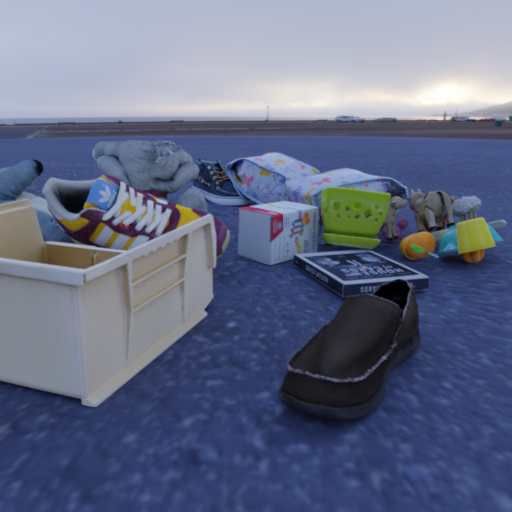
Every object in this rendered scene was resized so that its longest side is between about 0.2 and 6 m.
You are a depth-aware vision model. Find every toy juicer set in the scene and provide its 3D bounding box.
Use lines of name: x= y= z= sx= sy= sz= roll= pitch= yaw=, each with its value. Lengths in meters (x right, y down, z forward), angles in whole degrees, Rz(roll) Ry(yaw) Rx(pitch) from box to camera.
toy juicer set: x=3.859 y=-0.177 z=11.046 sx=1.864 sy=0.797 sz=2.930 roll=-14 pitch=-3 yaw=30

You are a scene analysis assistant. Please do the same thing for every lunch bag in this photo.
lunch bag: x=0.436 y=-2.288 z=16.699 sx=2.200 sy=1.399 sz=1.866 roll=31 pitch=30 yaw=26
lunch bag: x=2.122 y=-1.242 z=13.148 sx=2.383 sy=1.515 sz=2.021 roll=-16 pitch=19 yaw=-12

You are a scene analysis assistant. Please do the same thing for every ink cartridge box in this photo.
ink cartridge box: x=0.460 y=-0.500 z=11.350 sx=1.384 sy=1.006 sz=1.001 roll=-15 pitch=21 yaw=-42

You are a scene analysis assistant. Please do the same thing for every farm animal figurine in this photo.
farm animal figurine: x=3.410 y=-0.949 z=11.845 sx=1.939 sy=1.011 sz=1.918 roll=-11 pitch=-3 yaw=-25

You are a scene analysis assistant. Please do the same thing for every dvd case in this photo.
dvd case: x=1.776 y=0.261 z=9.932 sx=1.592 sy=0.262 sz=2.118 roll=-4 pitch=14 yaw=-18

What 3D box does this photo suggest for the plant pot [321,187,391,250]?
plant pot: x=1.916 y=-0.738 z=11.266 sx=1.227 sy=1.119 sz=1.233 roll=6 pitch=3 yaw=-1

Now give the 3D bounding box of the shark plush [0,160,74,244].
shark plush: x=-5.807 y=-0.600 z=11.079 sx=4.508 sy=2.048 sz=1.878 roll=-2 pitch=46 yaw=-25

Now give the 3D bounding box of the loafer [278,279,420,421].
loafer: x=1.111 y=0.905 z=6.359 sx=1.017 sy=0.994 sz=2.786 roll=9 pitch=18 yaw=29

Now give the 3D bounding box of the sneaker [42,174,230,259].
sneaker: x=-2.209 y=-0.617 z=9.943 sx=3.481 sy=1.568 sz=1.304 roll=6 pitch=60 yaw=21

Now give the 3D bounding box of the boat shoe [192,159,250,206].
boat shoe: x=-1.144 y=-2.314 z=17.426 sx=0.912 sy=1.171 sz=2.579 roll=-13 pitch=24 yaw=-40

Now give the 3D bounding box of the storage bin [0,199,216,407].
storage bin: x=-2.632 y=0.289 z=7.497 sx=3.322 sy=1.557 sz=3.298 roll=6 pitch=17 yaw=19

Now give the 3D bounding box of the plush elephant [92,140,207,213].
plush elephant: x=-2.441 y=-1.420 z=12.912 sx=2.431 sy=2.285 sz=2.951 roll=4 pitch=6 yaw=-23
